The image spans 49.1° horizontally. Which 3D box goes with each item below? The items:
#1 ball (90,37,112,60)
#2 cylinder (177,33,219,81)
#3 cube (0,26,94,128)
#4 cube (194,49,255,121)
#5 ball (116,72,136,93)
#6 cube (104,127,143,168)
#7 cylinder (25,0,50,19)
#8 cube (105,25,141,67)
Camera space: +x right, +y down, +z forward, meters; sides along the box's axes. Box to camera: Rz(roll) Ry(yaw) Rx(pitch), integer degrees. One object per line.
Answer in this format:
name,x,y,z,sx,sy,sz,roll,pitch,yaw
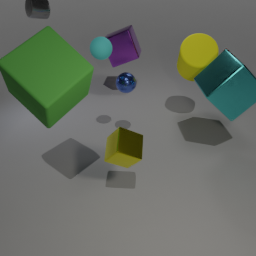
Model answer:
ball,-0.841,-2.483,8.731,0.700,0.700,0.700,0,31,0
cylinder,2.677,-2.722,10.956,1.400,1.400,1.400,3,-12,5
cube,-1.811,-1.099,6.387,1.400,1.400,1.400,43,68,3
cube,3.239,-1.375,8.996,1.400,1.400,1.400,36,24,-26
ball,-0.068,-1.534,9.508,0.700,0.700,0.700,0,31,0
cube,-0.102,0.501,6.976,0.700,0.700,0.700,20,56,-24
cylinder,-3.332,-4.409,10.328,0.700,0.700,0.700,-13,32,-37
cube,-0.274,-3.995,13.648,1.400,1.400,1.400,-16,25,16
